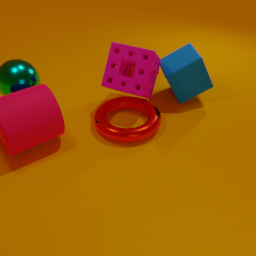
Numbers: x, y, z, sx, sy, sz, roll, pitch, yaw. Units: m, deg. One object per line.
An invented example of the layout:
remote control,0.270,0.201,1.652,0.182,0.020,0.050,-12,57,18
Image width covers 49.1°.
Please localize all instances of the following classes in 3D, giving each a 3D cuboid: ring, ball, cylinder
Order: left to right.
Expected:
ball,-3.012,-1.306,7.696,1.158,1.158,1.158,0,39,0
cylinder,-2.475,-0.226,6.867,1.384,1.384,1.384,-25,45,-27
ring,-0.024,-0.284,7.786,1.901,0.380,1.901,0,39,0

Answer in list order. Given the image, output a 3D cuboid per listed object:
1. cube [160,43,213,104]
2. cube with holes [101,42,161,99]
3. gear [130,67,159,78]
cube,1.749,-1.675,8.597,1.133,1.133,1.133,-27,37,12
cube with holes,0.130,-1.611,8.090,1.227,1.227,1.227,16,6,14
gear,0.445,-2.008,9.836,1.281,0.237,1.281,-9,37,7
